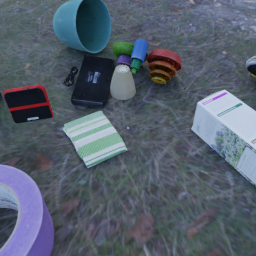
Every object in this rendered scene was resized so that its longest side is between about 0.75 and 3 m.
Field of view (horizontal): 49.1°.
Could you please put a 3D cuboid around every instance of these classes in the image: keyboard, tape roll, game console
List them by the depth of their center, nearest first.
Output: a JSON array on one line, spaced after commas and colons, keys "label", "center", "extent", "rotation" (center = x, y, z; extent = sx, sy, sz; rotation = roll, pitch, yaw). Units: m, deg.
[{"label": "tape roll", "center": [-2.995, 2.176, 5.685], "extent": [2.757, 1.171, 2.757], "rotation": [0, 47, 0]}, {"label": "game console", "center": [-2.727, -0.646, 7.692], "extent": [1.143, 1.011, 0.177], "rotation": [-9, 33, 3]}, {"label": "keyboard", "center": [-1.415, -1.739, 10.036], "extent": [1.632, 0.349, 2.718], "rotation": [7, 45, -2]}]

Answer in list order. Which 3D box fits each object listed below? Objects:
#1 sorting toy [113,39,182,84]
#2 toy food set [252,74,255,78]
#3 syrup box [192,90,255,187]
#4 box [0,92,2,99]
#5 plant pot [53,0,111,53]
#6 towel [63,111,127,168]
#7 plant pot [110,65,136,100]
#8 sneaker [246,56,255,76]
[{"label": "sorting toy", "center": [0.512, -2.250, 9.988], "extent": [2.711, 1.629, 1.113], "rotation": [14, 83, 23]}, {"label": "toy food set", "center": [5.205, -2.063, 10.275], "extent": [1.230, 0.402, 0.724], "rotation": [20, 49, 18]}, {"label": "syrup box", "center": [3.116, 0.291, 7.505], "extent": [1.163, 1.125, 2.856], "rotation": [-24, 50, -22]}, {"label": "box", "center": [-6.025, -1.294, 8.704], "extent": [2.657, 1.637, 2.635], "rotation": [25, 53, 23]}, {"label": "plant pot", "center": [-1.962, -4.107, 11.217], "extent": [1.674, 2.086, 2.086], "rotation": [13, 46, 33]}, {"label": "towel", "center": [-0.990, 0.272, 8.190], "extent": [1.358, 0.208, 1.780], "rotation": [-23, 49, -21]}, {"label": "plant pot", "center": [-0.173, -1.598, 9.445], "extent": [0.901, 0.963, 0.901], "rotation": [1, 46, -1]}, {"label": "sneaker", "center": [4.923, -1.395, 9.150], "extent": [1.137, 1.153, 2.945], "rotation": [-49, 48, 11]}]
